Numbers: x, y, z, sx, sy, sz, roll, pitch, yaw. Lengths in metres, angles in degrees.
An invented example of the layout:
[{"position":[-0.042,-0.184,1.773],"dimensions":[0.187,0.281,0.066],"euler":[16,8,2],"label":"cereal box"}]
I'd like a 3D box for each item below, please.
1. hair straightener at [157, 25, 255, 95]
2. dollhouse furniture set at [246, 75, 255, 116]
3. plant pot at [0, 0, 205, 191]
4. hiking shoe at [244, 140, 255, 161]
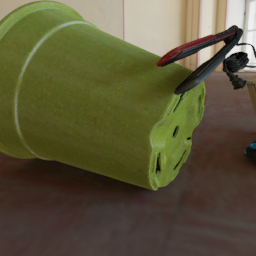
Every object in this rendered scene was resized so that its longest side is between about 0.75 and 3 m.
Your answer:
[{"position":[1.226,-0.841,3.708],"dimensions":[0.440,0.827,2.150],"euler":[-29,3,45],"label":"hair straightener"},{"position":[4.319,-0.732,6.478],"dimensions":[2.139,1.478,2.265],"euler":[-26,16,-12],"label":"dollhouse furniture set"},{"position":[-0.351,-0.342,4.628],"dimensions":[2.772,2.919,2.919],"euler":[22,22,26],"label":"plant pot"},{"position":[2.789,0.219,5.573],"dimensions":[0.569,0.663,1.529],"euler":[22,28,39],"label":"hiking shoe"}]
